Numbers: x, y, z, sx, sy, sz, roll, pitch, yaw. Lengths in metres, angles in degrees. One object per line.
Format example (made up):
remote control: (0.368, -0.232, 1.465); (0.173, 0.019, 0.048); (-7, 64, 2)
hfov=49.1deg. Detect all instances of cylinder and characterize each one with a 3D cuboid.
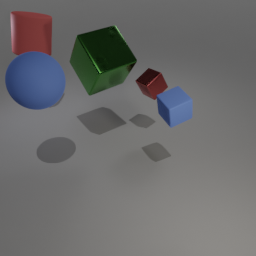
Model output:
cylinder: (-3.513, -3.428, 10.252); (1.400, 1.400, 1.400); (7, 25, -3)

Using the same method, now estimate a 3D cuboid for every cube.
cube: (1.263, -0.575, 7.591); (0.700, 0.700, 0.700); (-24, 47, -10)
cube: (0.826, -1.531, 9.723); (0.700, 0.700, 0.700); (-45, 43, -10)
cube: (-0.824, -2.116, 8.866); (1.400, 1.400, 1.400); (-26, 80, -28)

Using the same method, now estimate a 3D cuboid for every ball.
ball: (-2.244, -1.148, 6.851); (1.400, 1.400, 1.400); (0, 33, 0)
